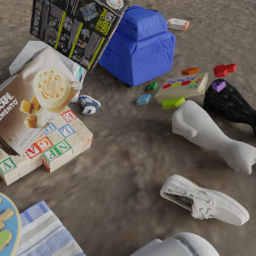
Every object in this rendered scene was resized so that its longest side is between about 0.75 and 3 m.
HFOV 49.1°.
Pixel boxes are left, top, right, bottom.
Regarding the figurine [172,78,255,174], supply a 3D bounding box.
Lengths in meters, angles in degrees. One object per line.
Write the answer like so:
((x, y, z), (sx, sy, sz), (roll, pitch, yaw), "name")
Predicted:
((2.767, -0.039, 7.510), (2.508, 1.080, 2.447), (-33, 56, -32), "figurine")

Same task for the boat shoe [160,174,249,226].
((1.541, 1.647, 5.933), (1.861, 0.659, 0.645), (19, 45, 32), "boat shoe")

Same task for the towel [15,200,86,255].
((-1.795, 2.321, 5.475), (1.303, 0.211, 1.775), (-30, 50, -29), "towel")

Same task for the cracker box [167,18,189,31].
((2.379, -4.964, 13.402), (0.944, 0.272, 0.632), (17, 45, 19), "cracker box")

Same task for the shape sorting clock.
((-3.289, 2.188, 5.239), (2.502, 0.491, 2.502), (-4, 46, 4), "shape sorting clock")

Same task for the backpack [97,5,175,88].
((0.080, -3.093, 9.926), (2.218, 2.291, 2.730), (-23, 43, -32), "backpack")

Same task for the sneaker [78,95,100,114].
((-1.318, -0.698, 8.694), (0.805, 0.324, 0.590), (23, 43, 16), "sneaker")

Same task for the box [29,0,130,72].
((-1.325, -2.659, 6.867), (1.987, 2.481, 0.549), (31, 63, -10), "box")

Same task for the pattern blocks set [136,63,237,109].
((1.698, -1.264, 8.635), (2.734, 0.222, 2.403), (2, 37, 42), "pattern blocks set")

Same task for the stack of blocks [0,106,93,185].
((-2.157, 0.429, 6.931), (2.242, 0.657, 1.291), (-33, 72, -31), "stack of blocks")

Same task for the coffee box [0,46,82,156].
((-2.083, -0.565, 5.834), (0.815, 1.169, 2.045), (-1, 45, 48), "coffee box")

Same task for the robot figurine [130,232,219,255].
((0.680, 2.514, 4.521), (2.146, 1.212, 1.820), (-20, 25, -22), "robot figurine")

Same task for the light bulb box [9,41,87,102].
((-2.538, -1.931, 9.364), (1.973, 1.231, 1.956), (3, 42, 2), "light bulb box")
